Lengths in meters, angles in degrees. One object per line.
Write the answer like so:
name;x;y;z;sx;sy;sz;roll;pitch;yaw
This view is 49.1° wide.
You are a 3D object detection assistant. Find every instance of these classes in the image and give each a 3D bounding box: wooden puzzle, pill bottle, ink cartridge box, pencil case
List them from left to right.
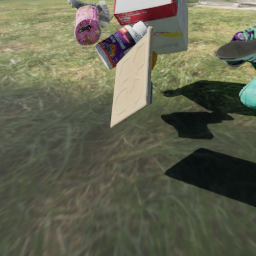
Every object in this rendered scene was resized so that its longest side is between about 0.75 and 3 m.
pencil case;-1.124;-2.901;7.853;0.723;0.755;1.746;-6;37;-3
pill bottle;-0.130;-2.528;8.488;1.565;0.872;0.872;-33;36;-2
wooden puzzle;0.157;-0.976;6.053;0.422;1.824;1.690;13;68;-21
ink cartridge box;0.948;-4.061;9.771;1.955;2.703;1.964;-2;72;22

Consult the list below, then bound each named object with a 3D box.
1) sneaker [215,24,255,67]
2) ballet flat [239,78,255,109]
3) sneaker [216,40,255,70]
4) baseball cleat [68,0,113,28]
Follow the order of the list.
sneaker;3.454;-2.457;7.501;0.962;2.198;0.818;7;55;-44
ballet flat;3.758;-1.375;6.595;0.815;2.421;0.852;13;30;-51
sneaker;3.183;-1.863;7.335;1.572;0.949;0.657;-3;64;25
baseball cleat;-1.294;-4.313;9.990;1.647;0.876;0.574;27;22;-31
